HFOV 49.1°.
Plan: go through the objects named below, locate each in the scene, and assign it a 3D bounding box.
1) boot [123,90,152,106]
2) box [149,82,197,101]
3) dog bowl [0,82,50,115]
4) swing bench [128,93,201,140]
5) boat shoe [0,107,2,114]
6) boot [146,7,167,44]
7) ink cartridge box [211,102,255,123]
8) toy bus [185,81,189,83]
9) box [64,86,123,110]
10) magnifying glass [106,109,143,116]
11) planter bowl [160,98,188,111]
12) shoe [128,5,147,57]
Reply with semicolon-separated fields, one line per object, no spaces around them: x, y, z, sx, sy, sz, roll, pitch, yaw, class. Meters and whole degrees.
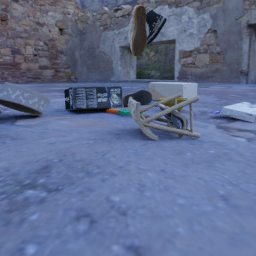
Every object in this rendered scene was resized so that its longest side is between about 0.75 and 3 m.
0.381;-1.587;15.217;2.252;0.829;0.850;-12;6;-40;boot
2.763;-2.269;17.502;1.384;1.133;2.915;-8;14;-35;box
-4.215;-1.094;10.949;2.225;0.653;2.225;13;-10;2;dog bowl
0.947;-0.352;8.035;1.742;1.130;1.733;-6;12;-4;swing bench
-5.338;-0.781;10.504;2.490;0.888;0.750;6;21;40;boat shoe
0.799;-3.848;10.532;0.875;1.159;0.418;41;23;9;boot
4.493;-0.695;10.943;1.798;0.366;1.802;-13;23;-42;ink cartridge box
3.742;-2.485;19.494;1.530;0.790;1.443;-32;-5;-15;toy bus
-1.609;-1.362;12.833;2.272;0.978;1.860;-5;5;-23;box
-0.202;-0.657;11.776;0.798;0.225;2.005;-9;14;-44;magnifying glass
2.137;-1.082;12.983;1.370;0.570;1.370;0;10;0;planter bowl
0.244;-2.485;7.189;0.437;1.249;0.333;-10;27;-29;shoe
